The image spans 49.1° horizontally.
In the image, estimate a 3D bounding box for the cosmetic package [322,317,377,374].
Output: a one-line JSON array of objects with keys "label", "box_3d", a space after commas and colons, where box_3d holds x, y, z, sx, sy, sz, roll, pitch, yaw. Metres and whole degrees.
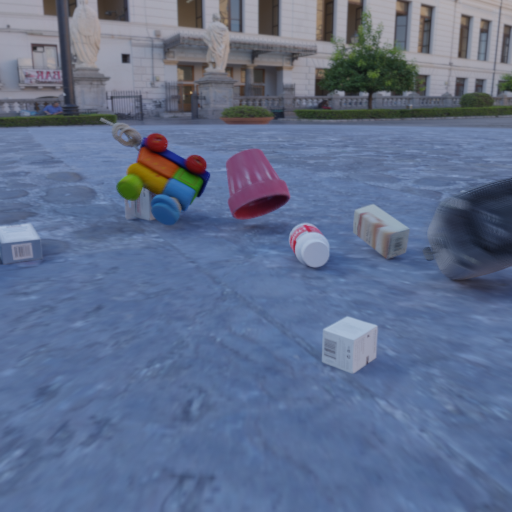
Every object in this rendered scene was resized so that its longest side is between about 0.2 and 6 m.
[{"label": "cosmetic package", "box_3d": [0.982, 0.925, 5.867, 0.390, 0.390, 0.473, 14, 23, 40]}]

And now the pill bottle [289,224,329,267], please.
[{"label": "pill bottle", "box_3d": [0.890, -0.161, 9.256, 0.566, 0.566, 1.008, -2, 16, -6]}]

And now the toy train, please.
[{"label": "toy train", "box_3d": [-2.456, -1.781, 11.730, 2.678, 1.133, 1.549, 29, 48, -3]}]

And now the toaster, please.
[{"label": "toaster", "box_3d": [3.436, -0.381, 8.032, 2.019, 1.147, 1.304, -18, -14, -1]}]

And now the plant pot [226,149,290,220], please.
[{"label": "plant pot", "box_3d": [-0.073, -1.504, 11.500, 1.270, 1.137, 1.270, -19, -12, -4]}]

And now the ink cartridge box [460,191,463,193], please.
[{"label": "ink cartridge box", "box_3d": [4.765, -0.941, 11.496, 1.089, 0.791, 0.454, -3, 17, -12]}]

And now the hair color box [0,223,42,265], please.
[{"label": "hair color box", "box_3d": [-4.176, -0.232, 9.811, 0.632, 0.387, 1.276, -8, 19, -27]}]

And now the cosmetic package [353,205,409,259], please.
[{"label": "cosmetic package", "box_3d": [2.133, -0.429, 9.650, 0.432, 0.511, 0.989, -17, 35, -20]}]

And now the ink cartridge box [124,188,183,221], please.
[{"label": "ink cartridge box", "box_3d": [-2.280, -1.286, 12.625, 0.473, 0.822, 1.419, 13, 22, 32]}]
